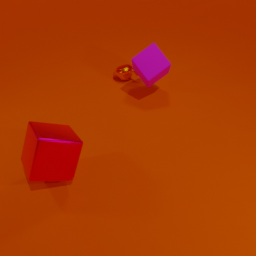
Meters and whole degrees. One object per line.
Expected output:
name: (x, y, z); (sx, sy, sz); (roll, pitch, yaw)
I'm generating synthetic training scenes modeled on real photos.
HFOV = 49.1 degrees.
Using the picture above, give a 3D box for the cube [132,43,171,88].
cube: (0.758, -2.047, 9.274); (0.916, 0.916, 0.916); (-36, 84, 0)

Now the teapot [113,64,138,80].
teapot: (-0.089, -2.091, 10.641); (1.131, 0.554, 0.703); (-1, 33, 29)

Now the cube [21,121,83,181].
cube: (-1.796, 0.540, 6.525); (1.029, 1.029, 1.029); (7, 19, -34)
